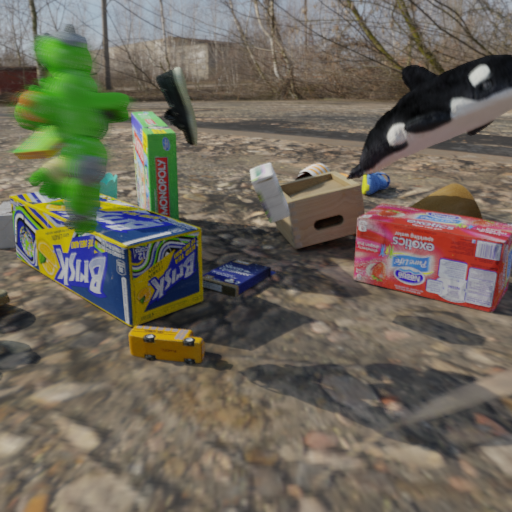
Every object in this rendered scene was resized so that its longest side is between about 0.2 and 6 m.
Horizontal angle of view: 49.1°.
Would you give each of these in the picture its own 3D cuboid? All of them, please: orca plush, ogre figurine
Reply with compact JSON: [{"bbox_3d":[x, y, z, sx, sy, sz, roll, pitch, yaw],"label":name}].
[{"bbox_3d":[3.091,-2.756,10.284,2.104,1.422,3.999,-12,-7,-19],"label":"orca plush"},{"bbox_3d":[-2.390,-1.773,7.272,1.323,2.696,1.616,13,-13,-23],"label":"ogre figurine"}]

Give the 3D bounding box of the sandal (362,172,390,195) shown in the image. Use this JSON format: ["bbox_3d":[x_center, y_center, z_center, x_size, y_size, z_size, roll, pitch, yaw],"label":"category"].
[{"bbox_3d":[3.673,-2.260,17.181,0.740,0.676,1.701,12,24,18],"label":"sandal"}]

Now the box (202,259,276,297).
[{"bbox_3d":[-0.330,0.360,10.594,0.861,0.230,1.421,12,22,30],"label":"box"}]

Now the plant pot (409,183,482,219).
[{"bbox_3d":[3.568,-0.546,11.586,1.624,1.514,1.514,-18,23,-8],"label":"plant pot"}]

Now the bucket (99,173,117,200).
[{"bbox_3d":[-4.357,-1.506,14.462,1.645,1.070,1.645,0,20,0],"label":"bucket"}]

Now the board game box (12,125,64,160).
[{"bbox_3d":[-3.685,-2.008,9.797,1.628,0.244,0.778,12,55,46],"label":"board game box"}]

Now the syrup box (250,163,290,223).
[{"bbox_3d":[0.223,-0.999,8.934,0.366,0.900,0.354,-19,42,10],"label":"syrup box"}]

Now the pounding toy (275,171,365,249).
[{"bbox_3d":[1.656,-0.895,12.683,2.146,1.526,1.976,-14,21,-8],"label":"pounding toy"}]

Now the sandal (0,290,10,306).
[{"bbox_3d":[-5.476,0.464,9.426,3.012,0.813,1.210,11,23,29],"label":"sandal"}]

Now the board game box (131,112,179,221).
[{"bbox_3d":[-2.274,-1.638,12.451,0.583,2.697,4.008,-6,20,-14],"label":"board game box"}]

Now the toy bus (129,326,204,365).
[{"bbox_3d":[-1.257,1.255,7.954,1.082,0.352,0.424,3,19,10],"label":"toy bus"}]

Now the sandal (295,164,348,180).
[{"bbox_3d":[2.039,-2.620,17.954,1.002,0.750,2.616,17,26,39],"label":"sandal"}]

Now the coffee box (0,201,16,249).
[{"bbox_3d":[-5.595,-0.736,12.791,0.541,0.766,1.356,-5,20,-13],"label":"coffee box"}]

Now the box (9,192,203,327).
[{"bbox_3d":[-2.904,-0.196,10.370,1.531,1.405,4.371,-18,26,-41],"label":"box"}]

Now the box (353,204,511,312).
[{"bbox_3d":[3.184,-0.046,10.132,2.582,1.287,1.233,13,24,31],"label":"box"}]

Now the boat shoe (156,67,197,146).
[{"bbox_3d":[-1.997,-3.673,14.144,0.740,2.231,0.834,-9,55,2],"label":"boat shoe"}]
